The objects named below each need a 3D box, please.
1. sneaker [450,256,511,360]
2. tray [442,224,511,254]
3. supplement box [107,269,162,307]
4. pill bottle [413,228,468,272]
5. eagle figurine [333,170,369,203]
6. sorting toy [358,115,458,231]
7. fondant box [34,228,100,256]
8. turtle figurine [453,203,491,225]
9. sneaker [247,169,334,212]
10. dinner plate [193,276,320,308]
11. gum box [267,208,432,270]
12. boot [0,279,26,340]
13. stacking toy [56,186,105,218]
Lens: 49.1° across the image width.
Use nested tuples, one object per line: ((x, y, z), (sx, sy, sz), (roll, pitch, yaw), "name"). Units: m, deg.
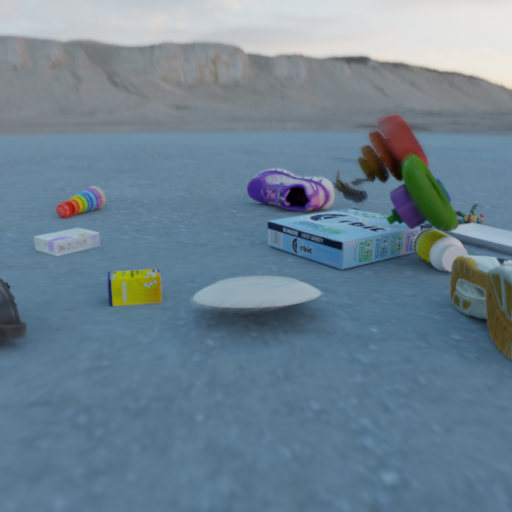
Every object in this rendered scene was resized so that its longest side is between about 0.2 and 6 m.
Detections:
((3.441, 0.537, 6.996), (1.208, 1.042, 2.755), (0, 17, 0), "sneaker")
((4.935, -0.333, 11.552), (1.093, 0.226, 2.036), (-8, 17, -29), "tray")
((-1.812, 0.468, 8.352), (0.769, 0.421, 0.419), (-3, 16, -13), "supplement box")
((3.283, -0.088, 9.961), (0.619, 0.619, 1.102), (-2, 15, -7), "pill bottle")
((2.318, -1.679, 13.723), (0.807, 0.613, 0.609), (14, 23, -11), "eagle figurine")
((2.634, -1.266, 10.230), (1.190, 1.742, 2.899), (-32, 39, 24), "sorting toy")
((-3.788, -0.294, 11.273), (0.745, 0.301, 1.033), (12, 21, 36), "fondant box")
((5.016, -0.885, 13.166), (0.896, 0.451, 0.670), (5, 57, 22), "turtle figurine")
((0.755, -1.703, 15.125), (2.560, 1.030, 1.132), (11, 27, 31), "sneaker")
((0.008, 0.462, 7.741), (1.748, 0.212, 1.748), (-2, 8, 0), "dinner plate")
((1.851, -0.413, 11.215), (2.509, 0.559, 2.132), (-12, 20, -36), "gum box")
((-4.328, 0.665, 7.038), (2.300, 0.915, 2.642), (-12, 29, -39), "boot")
((-4.633, -1.344, 14.578), (0.643, 0.643, 1.506), (7, 23, 23), "stacking toy")
